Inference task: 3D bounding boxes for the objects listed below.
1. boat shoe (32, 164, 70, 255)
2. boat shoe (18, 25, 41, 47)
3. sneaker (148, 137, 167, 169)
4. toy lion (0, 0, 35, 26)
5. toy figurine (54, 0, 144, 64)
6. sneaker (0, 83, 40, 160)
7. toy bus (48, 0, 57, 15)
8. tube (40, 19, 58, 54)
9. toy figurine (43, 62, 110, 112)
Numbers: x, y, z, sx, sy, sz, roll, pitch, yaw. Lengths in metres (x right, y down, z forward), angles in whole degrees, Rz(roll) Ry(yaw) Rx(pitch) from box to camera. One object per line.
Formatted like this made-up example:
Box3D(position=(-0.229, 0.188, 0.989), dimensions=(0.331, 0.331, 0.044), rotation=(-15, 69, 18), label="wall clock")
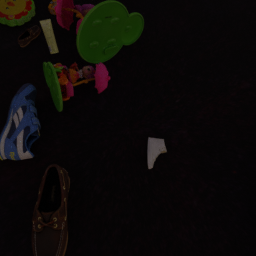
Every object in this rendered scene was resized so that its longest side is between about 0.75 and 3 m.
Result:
Box3D(position=(-2.083, 2.298, 7.443), dimensions=(0.940, 0.939, 2.670), rotation=(-1, 66, -3), label="boat shoe")
Box3D(position=(-3.697, -3.503, 10.492), dimensions=(0.377, 0.377, 1.072), rotation=(26, 66, 14), label="boat shoe")
Box3D(position=(0.880, 0.757, 8.473), dimensions=(0.586, 0.373, 1.013), rotation=(3, 63, 5), label="sneaker")
Box3D(position=(-4.643, -5.069, 11.120), dimensions=(2.131, 0.763, 2.223), rotation=(19, 66, 1), label="toy lion")
Box3D(position=(-1.325, -4.027, 10.112), dimensions=(2.910, 2.184, 2.678), rotation=(-25, 56, -35), label="toy figurine")
Box3D(position=(-3.130, -0.170, 8.650), dimensions=(1.038, 0.933, 2.524), rotation=(8, 71, 1), label="sneaker")
Box3D(position=(-2.834, -4.995, 11.227), dimensions=(0.373, 0.310, 0.952), rotation=(23, 67, 10), label="toy bus")
Box3D(position=(-2.359, -2.763, 8.488), dimensions=(0.285, 0.982, 0.255), rotation=(-21, 25, -17), label="tube")
Box3D(position=(-1.615, -1.652, 9.312), dimensions=(1.926, 1.571, 2.093), rotation=(-16, 40, -22), label="toy figurine")
